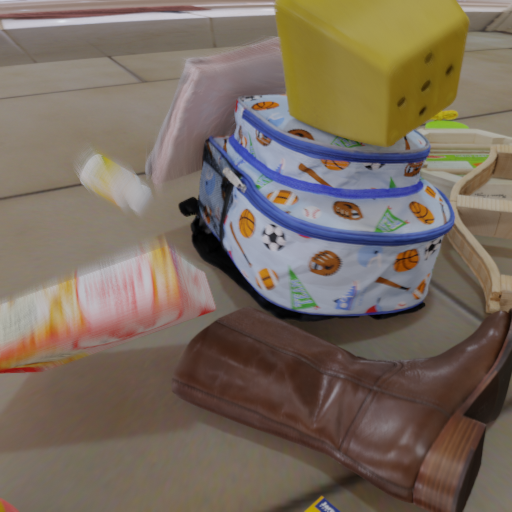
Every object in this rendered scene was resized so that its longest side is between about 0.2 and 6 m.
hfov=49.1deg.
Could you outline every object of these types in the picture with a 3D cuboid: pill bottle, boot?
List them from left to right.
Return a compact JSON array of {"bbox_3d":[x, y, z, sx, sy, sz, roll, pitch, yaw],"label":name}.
[{"bbox_3d":[-1.859,-0.953,7.485,0.847,0.477,0.477,30,35,0],"label":"pill bottle"},{"bbox_3d":[1.086,1.118,6.572,3.393,1.090,3.163,14,31,31],"label":"boot"}]

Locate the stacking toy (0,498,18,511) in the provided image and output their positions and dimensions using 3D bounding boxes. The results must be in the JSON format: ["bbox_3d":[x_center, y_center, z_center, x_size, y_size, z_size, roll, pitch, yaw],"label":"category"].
[{"bbox_3d":[-2.212,2.009,3.806,1.608,2.200,1.608,-1,30,0],"label":"stacking toy"}]

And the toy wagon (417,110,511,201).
[{"bbox_3d":[4.541,-2.224,12.260,3.251,0.829,4.190,1,30,1],"label":"toy wagon"}]

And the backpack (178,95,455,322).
[{"bbox_3d":[1.065,-0.733,8.114,3.636,2.801,3.463,-9,42,-20],"label":"backpack"}]

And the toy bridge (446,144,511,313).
[{"bbox_3d":[3.858,-0.594,9.113,1.441,0.583,4.287,10,42,15],"label":"toy bridge"}]

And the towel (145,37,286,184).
[{"bbox_3d":[-0.469,-2.303,8.844,2.403,2.516,0.405,-28,75,-36],"label":"towel"}]

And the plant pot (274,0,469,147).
[{"bbox_3d":[1.355,-2.186,6.166,1.624,1.624,1.433,-35,57,-14],"label":"plant pot"}]

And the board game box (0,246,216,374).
[{"bbox_3d":[-1.703,0.641,5.919,2.272,0.526,1.721,-20,-12,3],"label":"board game box"}]

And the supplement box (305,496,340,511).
[{"bbox_3d":[0.392,2.556,4.496,1.001,0.548,0.545,-26,39,-37],"label":"supplement box"}]
